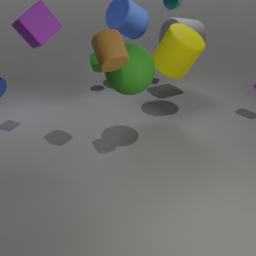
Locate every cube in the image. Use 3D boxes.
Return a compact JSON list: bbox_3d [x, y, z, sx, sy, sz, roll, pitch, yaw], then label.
[{"bbox_3d":[-2.084,-2.342,6.403,0.700,0.700,0.700,-51,31,-17],"label":"cube"}]

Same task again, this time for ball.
[{"bbox_3d":[0.049,-1.612,7.745,1.400,1.400,1.400,0,29,0],"label":"ball"}]

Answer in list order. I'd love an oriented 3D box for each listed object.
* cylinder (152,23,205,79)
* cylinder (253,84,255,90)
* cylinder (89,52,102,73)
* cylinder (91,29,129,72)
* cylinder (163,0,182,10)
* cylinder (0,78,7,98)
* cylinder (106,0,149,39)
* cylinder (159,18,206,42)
[{"bbox_3d":[1.775,-2.717,9.996,1.400,1.400,1.400,15,48,-18],"label":"cylinder"},{"bbox_3d":[5.321,-1.559,10.773,0.700,0.700,0.700,-31,83,-43],"label":"cylinder"},{"bbox_3d":[-1.427,-3.115,13.282,0.700,0.700,0.700,-1,65,2],"label":"cylinder"},{"bbox_3d":[-0.405,-1.761,6.408,0.700,0.700,0.700,-19,-11,-4],"label":"cylinder"},{"bbox_3d":[1.883,-5.363,11.780,0.700,0.700,0.700,9,28,16],"label":"cylinder"},{"bbox_3d":[-4.529,-1.409,9.259,0.700,0.700,0.700,20,33,8],"label":"cylinder"},{"bbox_3d":[-0.018,-4.772,12.227,1.400,1.400,1.400,27,12,39],"label":"cylinder"},{"bbox_3d":[2.262,-3.805,11.676,1.400,1.400,1.400,-10,29,-34],"label":"cylinder"}]
